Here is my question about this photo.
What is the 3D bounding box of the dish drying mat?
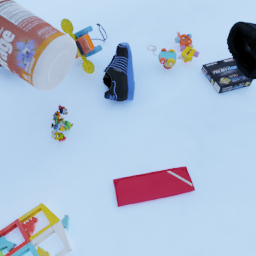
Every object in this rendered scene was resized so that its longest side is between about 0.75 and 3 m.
[{"bbox_3d":[0.689,1.547,7.600,2.119,0.193,0.814,-9,55,-7],"label":"dish drying mat"}]

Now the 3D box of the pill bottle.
[{"bbox_3d":[-2.897,-2.306,7.246,2.831,1.588,1.588,33,59,6],"label":"pill bottle"}]

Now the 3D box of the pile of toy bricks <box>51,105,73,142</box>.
[{"bbox_3d":[-1.983,-0.140,8.692,0.584,0.656,1.182,24,34,-31],"label":"pile of toy bricks"}]

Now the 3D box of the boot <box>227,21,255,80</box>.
[{"bbox_3d":[3.314,-2.359,6.546,2.199,1.000,2.617,-4,74,-24],"label":"boot"}]

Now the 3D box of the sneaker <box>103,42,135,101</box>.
[{"bbox_3d":[-0.385,-2.050,9.785,1.027,0.925,2.637,0,55,-9],"label":"sneaker"}]

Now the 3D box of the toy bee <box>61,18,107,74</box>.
[{"bbox_3d":[-1.733,-2.863,10.209,1.605,2.953,1.933,-22,90,16],"label":"toy bee"}]

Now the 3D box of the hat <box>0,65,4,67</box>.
[{"bbox_3d":[-4.158,-2.898,10.450,2.252,0.908,2.252,-2,61,4],"label":"hat"}]

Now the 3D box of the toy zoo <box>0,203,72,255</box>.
[{"bbox_3d":[-2.355,2.788,6.669,2.203,0.225,1.445,-33,60,-22],"label":"toy zoo"}]

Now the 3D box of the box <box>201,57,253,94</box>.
[{"bbox_3d":[3.540,-1.918,10.072,1.324,0.329,1.314,-15,56,-11],"label":"box"}]

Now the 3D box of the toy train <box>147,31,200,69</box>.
[{"bbox_3d":[1.784,-2.900,10.672,2.060,0.573,1.547,-24,56,-21],"label":"toy train"}]
